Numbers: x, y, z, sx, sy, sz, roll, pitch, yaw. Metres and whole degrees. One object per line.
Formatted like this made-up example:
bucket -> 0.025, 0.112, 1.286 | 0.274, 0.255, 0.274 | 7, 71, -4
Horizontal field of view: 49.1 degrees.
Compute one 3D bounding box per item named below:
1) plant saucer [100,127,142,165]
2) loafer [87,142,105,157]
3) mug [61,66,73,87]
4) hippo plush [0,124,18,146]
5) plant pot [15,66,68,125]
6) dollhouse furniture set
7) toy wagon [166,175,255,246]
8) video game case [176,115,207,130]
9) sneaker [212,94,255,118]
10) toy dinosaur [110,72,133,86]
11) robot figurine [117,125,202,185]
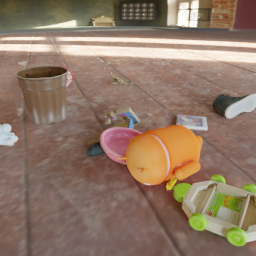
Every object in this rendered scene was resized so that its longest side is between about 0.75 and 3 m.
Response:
plant saucer -> -0.051, 0.619, 9.213 | 1.808, 0.458, 1.808 | 11, 29, -6
loafer -> -0.895, 0.672, 9.485 | 0.419, 0.406, 1.195 | 9, 22, 37
mug -> -3.906, -2.473, 15.612 | 1.161, 1.544, 1.740 | 33, 26, -15
hippo plush -> -4.529, 0.166, 10.089 | 0.990, 0.796, 0.789 | -4, 26, -8
plant pot -> -3.501, -1.371, 11.822 | 2.097, 2.076, 2.097 | 1, 26, 0
dollhouse furniture set -> -0.251, 0.043, 10.948 | 1.276, 0.882, 1.352 | -11, 51, 28
toy wagon -> 2.133, 1.860, 6.950 | 2.464, 0.487, 1.912 | 14, 29, 27
video game case -> 2.657, -0.248, 11.709 | 1.226, 0.141, 1.117 | 5, 26, 10
sneaker -> 4.949, -1.238, 12.887 | 2.473, 0.874, 1.227 | -19, 37, -27
toy dinosaur -> -0.644, -2.850, 16.858 | 2.032, 0.591, 1.027 | 30, 23, 35
robot figurine -> 0.995, 0.738, 8.031 | 2.566, 1.496, 1.846 | -13, 69, -37
